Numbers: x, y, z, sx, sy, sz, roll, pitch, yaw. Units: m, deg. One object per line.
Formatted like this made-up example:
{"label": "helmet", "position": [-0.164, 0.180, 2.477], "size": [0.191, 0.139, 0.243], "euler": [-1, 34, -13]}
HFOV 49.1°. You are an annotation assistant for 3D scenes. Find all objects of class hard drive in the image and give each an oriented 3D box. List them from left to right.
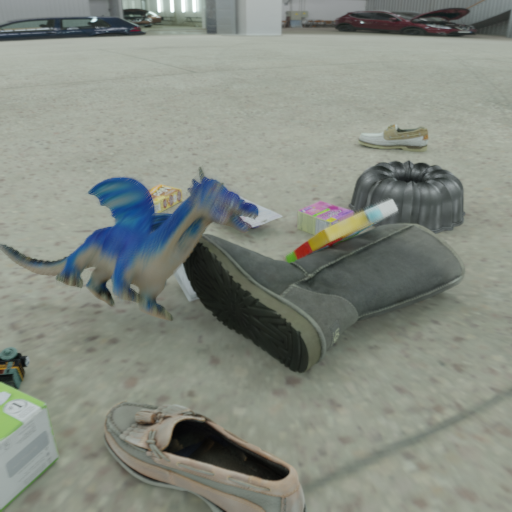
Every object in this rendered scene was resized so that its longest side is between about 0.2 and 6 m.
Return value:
{"label": "hard drive", "position": [-0.802, 0.275, 9.973], "size": [1.262, 0.166, 0.832], "euler": [-18, 60, -30]}

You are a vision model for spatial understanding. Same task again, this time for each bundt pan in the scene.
{"label": "bundt pan", "position": [3.490, -1.470, 12.809], "size": [2.646, 0.993, 2.646], "euler": [1, 27, 0]}

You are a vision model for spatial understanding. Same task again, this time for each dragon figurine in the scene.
{"label": "dragon figurine", "position": [-1.988, -0.347, 8.748], "size": [4.377, 1.288, 2.176], "euler": [8, 71, 35]}

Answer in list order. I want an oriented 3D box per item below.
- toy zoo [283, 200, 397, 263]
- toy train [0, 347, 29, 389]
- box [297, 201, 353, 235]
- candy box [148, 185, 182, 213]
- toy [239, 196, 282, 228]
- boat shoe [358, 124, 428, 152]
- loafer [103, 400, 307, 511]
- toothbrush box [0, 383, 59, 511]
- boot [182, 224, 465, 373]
{"label": "toy zoo", "position": [1.457, -0.394, 9.590], "size": [1.430, 0.223, 2.180], "euler": [-24, -6, -22]}
{"label": "toy train", "position": [-3.635, 1.571, 7.612], "size": [1.009, 0.430, 0.575], "euler": [-4, 37, -7]}
{"label": "box", "position": [1.479, -0.770, 12.038], "size": [0.914, 0.442, 0.804], "euler": [25, 36, 38]}
{"label": "candy box", "position": [-2.372, -1.308, 13.190], "size": [0.687, 0.329, 1.190], "euler": [16, 31, 28]}
{"label": "toy", "position": [-0.255, -0.861, 12.299], "size": [0.901, 0.369, 1.565], "euler": [-22, 36, -31]}
{"label": "boat shoe", "position": [4.267, -3.732, 17.420], "size": [2.114, 0.723, 0.790], "euler": [7, 28, 13]}
{"label": "loafer", "position": [-0.619, 2.091, 6.097], "size": [2.681, 0.843, 0.964], "euler": [18, 32, 30]}
{"label": "toothbrush box", "position": [-3.511, 2.046, 6.124], "size": [2.081, 0.896, 1.515], "euler": [15, 31, 24]}
{"label": "boot", "position": [1.107, 0.115, 9.356], "size": [3.764, 1.366, 3.422], "euler": [-30, 53, -33]}
